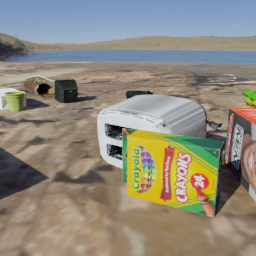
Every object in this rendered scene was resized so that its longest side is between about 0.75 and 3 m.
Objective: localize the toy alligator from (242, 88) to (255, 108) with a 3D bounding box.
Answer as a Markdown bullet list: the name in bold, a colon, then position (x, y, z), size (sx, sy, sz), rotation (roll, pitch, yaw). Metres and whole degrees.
- **toy alligator**: position (5.860, -1.120, 11.932), size (0.741, 0.810, 2.731), rotation (38, 6, -19)

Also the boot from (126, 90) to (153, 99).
- **boot**: position (0.500, -1.589, 13.674), size (1.252, 0.565, 1.528), rotation (6, 10, 13)

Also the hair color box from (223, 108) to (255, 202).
- **hair color box**: position (2.610, 0.561, 5.082), size (0.820, 1.359, 2.678), rotation (0, 16, -1)

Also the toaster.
- **toaster**: position (0.550, 0.142, 6.312), size (2.648, 1.505, 1.711), rotation (13, 25, 39)

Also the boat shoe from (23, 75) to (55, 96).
- **boat shoe**: position (-4.662, -2.221, 15.065), size (2.786, 1.029, 1.031), rotation (8, 24, 24)

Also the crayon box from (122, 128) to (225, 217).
- **crayon box**: position (0.640, 0.716, 4.898), size (1.868, 1.186, 0.475), rotation (7, 18, 26)

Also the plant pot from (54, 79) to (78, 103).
- **plant pot**: position (-2.897, -1.700, 13.475), size (1.023, 1.020, 0.907), rotation (-10, 32, -30)

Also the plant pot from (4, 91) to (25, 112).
- **plant pot**: position (-4.696, -1.099, 11.690), size (0.826, 0.760, 0.826), rotation (0, 16, 0)

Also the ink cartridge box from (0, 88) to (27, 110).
- **ink cartridge box**: position (-5.512, -1.353, 12.732), size (1.115, 0.646, 1.914), rotation (-14, 23, -38)
